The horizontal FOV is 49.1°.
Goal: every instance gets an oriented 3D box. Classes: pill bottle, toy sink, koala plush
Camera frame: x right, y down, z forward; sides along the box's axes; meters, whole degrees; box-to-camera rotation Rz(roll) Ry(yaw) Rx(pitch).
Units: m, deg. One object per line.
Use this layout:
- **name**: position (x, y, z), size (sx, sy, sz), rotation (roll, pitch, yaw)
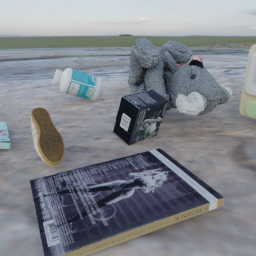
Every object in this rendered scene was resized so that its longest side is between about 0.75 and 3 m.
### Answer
- **pill bottle**: position (-1.771, -1.547, 9.778), size (1.586, 0.879, 0.879), rotation (15, 14, -20)
- **toy sink**: position (3.994, -1.155, 7.013), size (2.943, 1.918, 1.649), rotation (-26, 36, -34)
- **koala plush**: position (1.404, -1.042, 7.390), size (2.360, 2.169, 2.093), rotation (27, 28, 35)

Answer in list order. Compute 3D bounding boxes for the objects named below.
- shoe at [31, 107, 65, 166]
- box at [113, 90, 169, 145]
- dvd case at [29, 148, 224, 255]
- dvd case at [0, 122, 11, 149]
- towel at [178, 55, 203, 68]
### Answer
- **shoe**: position (-1.587, 0.202, 5.475), size (0.495, 0.378, 1.417), rotation (-4, 49, -30)
- **box**: position (0.282, -0.259, 6.375), size (0.974, 0.990, 0.614), rotation (-19, 46, -42)
- **dvd case**: position (-0.129, 0.942, 4.084), size (2.357, 0.188, 1.753), rotation (-12, 23, -20)
- **dvd case**: position (-3.270, 0.116, 6.224), size (1.157, 0.174, 1.585), rotation (4, 16, -27)
- **towel**: position (1.913, -2.421, 12.128), size (2.515, 0.376, 1.840), rotation (-15, -17, -39)
